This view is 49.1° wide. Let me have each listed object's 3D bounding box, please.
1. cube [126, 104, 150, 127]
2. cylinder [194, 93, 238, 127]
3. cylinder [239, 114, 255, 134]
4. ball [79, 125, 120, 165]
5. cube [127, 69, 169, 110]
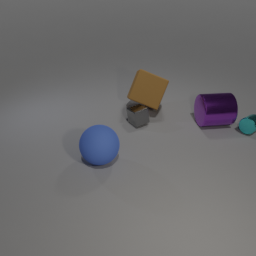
[{"bbox_3d":[0.436,-0.545,12.191,0.700,0.700,0.700,-22,29,-24],"label":"cube"},{"bbox_3d":[3.734,-0.789,12.033,1.400,1.400,1.400,-4,31,-6],"label":"cylinder"},{"bbox_3d":[5.079,-0.164,11.614,0.700,0.700,0.700,-20,35,-41],"label":"cylinder"},{"bbox_3d":[-0.990,0.582,9.711,1.400,1.400,1.400,0,31,0],"label":"ball"},{"bbox_3d":[0.874,-1.773,12.900,1.400,1.400,1.400,21,7,-6],"label":"cube"}]
